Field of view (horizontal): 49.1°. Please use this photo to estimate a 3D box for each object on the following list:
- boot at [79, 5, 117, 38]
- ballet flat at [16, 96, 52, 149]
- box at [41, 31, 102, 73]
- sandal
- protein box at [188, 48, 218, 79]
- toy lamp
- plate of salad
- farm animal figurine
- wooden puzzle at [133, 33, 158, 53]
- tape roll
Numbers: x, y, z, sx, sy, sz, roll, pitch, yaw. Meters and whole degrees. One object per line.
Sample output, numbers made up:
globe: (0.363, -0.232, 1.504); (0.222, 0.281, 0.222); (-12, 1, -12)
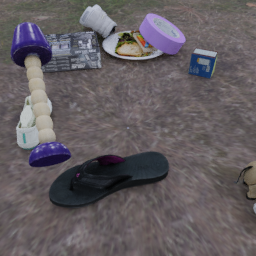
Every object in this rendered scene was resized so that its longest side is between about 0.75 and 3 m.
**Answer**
boot: (-1.153, -4.419, 11.926); (1.340, 1.031, 2.804); (34, 23, -12)
ballet flat: (-2.466, -0.409, 7.351); (0.762, 0.762, 2.194); (-3, 41, -3)
box: (-2.271, -2.797, 10.164); (2.462, 0.613, 1.942); (-7, 41, -8)
sandal: (-0.386, 0.894, 5.908); (2.622, 0.627, 0.985); (-15, 43, -16)
protein box: (2.493, -2.166, 9.332); (0.763, 0.757, 0.515); (18, 44, 19)
toy lamp: (-1.589, -0.673, 4.986); (0.776, 0.776, 2.665); (-11, 73, -13)
plate of salad: (0.293, -3.366, 10.829); (2.568, 0.617, 2.568); (-1, 41, 0)
farm animal figurine: (3.154, 0.898, 5.620); (1.894, 0.999, 1.915); (-5, 41, -6)
wooden puzzle: (0.659, -3.167, 10.286); (0.772, 0.155, 0.835); (-18, 73, -39)
tape roll: (1.293, -3.526, 10.498); (1.712, 0.562, 1.712); (21, 41, -20)
